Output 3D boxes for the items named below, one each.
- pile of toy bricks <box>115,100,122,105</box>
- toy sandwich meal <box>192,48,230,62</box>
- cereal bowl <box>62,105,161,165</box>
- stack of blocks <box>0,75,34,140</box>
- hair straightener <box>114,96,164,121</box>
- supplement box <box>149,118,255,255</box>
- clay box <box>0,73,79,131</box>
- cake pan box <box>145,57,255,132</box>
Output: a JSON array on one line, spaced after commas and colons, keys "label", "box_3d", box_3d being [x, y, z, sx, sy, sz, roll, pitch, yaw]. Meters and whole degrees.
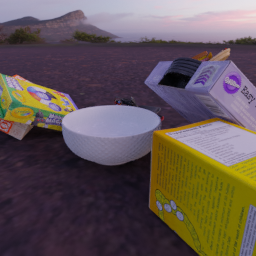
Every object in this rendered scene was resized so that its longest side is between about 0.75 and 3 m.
[{"label": "pile of toy bricks", "box_3d": [-0.275, -0.629, 9.857, 0.476, 0.535, 0.964, 22, 7, -12]}, {"label": "toy sandwich meal", "box_3d": [3.936, -3.433, 14.764, 2.992, 1.025, 2.992, -34, -5, -4]}, {"label": "cereal bowl", "box_3d": [-0.386, 0.211, 6.804, 2.370, 0.987, 2.370, 0, 21, 0]}, {"label": "stack of blocks", "box_3d": [-3.438, -0.755, 8.777, 1.493, 0.759, 2.593, 29, 18, -11]}, {"label": "hair straightener", "box_3d": [0.264, -0.798, 9.634, 0.442, 0.832, 2.161, -41, 41, -23]}, {"label": "supplement box", "box_3d": [1.680, 1.024, 3.900, 1.494, 1.503, 2.745, -11, 24, -29]}, {"label": "clay box", "box_3d": [-2.580, -0.674, 7.757, 2.544, 0.606, 1.462, 15, 26, -45]}, {"label": "cake pan box", "box_3d": [1.933, -0.366, 6.075, 2.877, 0.752, 2.650, 36, -3, -22]}]
